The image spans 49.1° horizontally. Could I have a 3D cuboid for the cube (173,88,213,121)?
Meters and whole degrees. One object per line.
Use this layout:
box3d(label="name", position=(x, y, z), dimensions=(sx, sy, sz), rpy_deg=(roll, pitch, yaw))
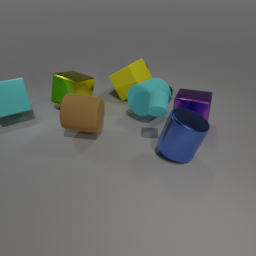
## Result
box3d(label="cube", position=(2.642, -0.706, 11.551), dimensions=(1.400, 1.400, 1.400), rpy_deg=(9, 27, 15))

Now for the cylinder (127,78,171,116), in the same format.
box3d(label="cylinder", position=(0.926, -1.363, 12.217), dimensions=(1.400, 1.400, 1.400), rpy_deg=(23, 34, 34))

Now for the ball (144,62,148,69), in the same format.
box3d(label="ball", position=(0.911, -3.797, 17.460), dimensions=(0.700, 0.700, 0.700), rpy_deg=(0, 31, 0))

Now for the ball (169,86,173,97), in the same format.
box3d(label="ball", position=(1.946, -1.824, 14.255), dimensions=(0.700, 0.700, 0.700), rpy_deg=(0, 31, 0))

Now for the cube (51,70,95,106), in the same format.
box3d(label="cube", position=(-2.582, -1.782, 13.132), dimensions=(1.400, 1.400, 1.400), rpy_deg=(22, 26, 23))

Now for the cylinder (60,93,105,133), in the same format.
box3d(label="cylinder", position=(-1.742, -0.576, 10.881), dimensions=(1.400, 1.400, 1.400), rpy_deg=(8, 31, 7))

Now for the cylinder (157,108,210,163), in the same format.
box3d(label="cylinder", position=(1.897, 0.237, 9.736), dimensions=(1.400, 1.400, 1.400), rpy_deg=(15, 32, -10))

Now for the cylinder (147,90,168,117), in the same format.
box3d(label="cylinder", position=(1.055, -0.859, 9.866), dimensions=(0.700, 0.700, 0.700), rpy_deg=(4, 60, 7))

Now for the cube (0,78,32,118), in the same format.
box3d(label="cube", position=(-5.173, -1.277, 12.102), dimensions=(1.400, 1.400, 1.400), rpy_deg=(-18, 11, -29))

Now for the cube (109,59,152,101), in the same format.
box3d(label="cube", position=(0.198, -2.421, 14.053), dimensions=(1.400, 1.400, 1.400), rpy_deg=(-20, 14, 39))
